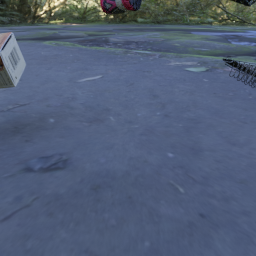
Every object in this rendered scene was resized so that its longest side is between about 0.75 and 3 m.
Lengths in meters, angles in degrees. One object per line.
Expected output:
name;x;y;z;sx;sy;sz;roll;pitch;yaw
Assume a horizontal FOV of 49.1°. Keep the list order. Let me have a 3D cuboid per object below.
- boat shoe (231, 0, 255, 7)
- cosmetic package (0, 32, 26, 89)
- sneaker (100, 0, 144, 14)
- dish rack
boat shoe;1.700;-2.367;4.637;1.611;0.570;0.731;-28;65;-33
cosmetic package;-4.026;-1.617;7.144;2.352;1.026;1.216;-8;42;3
sneaker;-0.065;-4.044;8.135;0.954;1.030;2.556;-6;33;22
dish rack;2.172;-0.799;4.585;1.042;0.370;1.358;19;13;-26
